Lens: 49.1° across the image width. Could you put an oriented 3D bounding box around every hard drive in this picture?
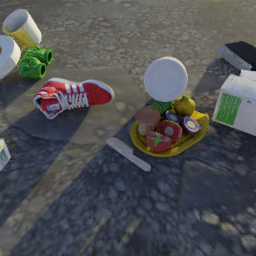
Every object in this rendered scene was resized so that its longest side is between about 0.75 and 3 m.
[{"bbox_3d":[4.617,-2.825,11.054,1.344,0.422,1.992,-14,45,-15],"label":"hard drive"}]

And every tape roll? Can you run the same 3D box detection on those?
[{"bbox_3d":[-5.014,-2.493,10.222,2.237,0.409,2.237,-8,55,12],"label":"tape roll"}]

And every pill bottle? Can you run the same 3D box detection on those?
[{"bbox_3d":[1.212,-1.583,8.679,1.218,1.218,2.138,8,17,8],"label":"pill bottle"}]

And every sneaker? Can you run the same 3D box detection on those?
[{"bbox_3d":[-1.748,-0.876,8.662,2.456,0.875,1.381,8,39,19],"label":"sneaker"}]

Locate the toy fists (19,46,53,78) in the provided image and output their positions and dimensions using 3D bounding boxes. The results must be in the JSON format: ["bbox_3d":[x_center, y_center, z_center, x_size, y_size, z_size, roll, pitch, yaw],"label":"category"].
[{"bbox_3d":[-3.543,-2.507,10.587,0.930,0.627,1.824,2,45,3],"label":"toy fists"}]

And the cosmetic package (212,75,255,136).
[{"bbox_3d":[3.790,-0.516,8.023,2.319,1.248,0.984,23,48,24],"label":"cosmetic package"}]

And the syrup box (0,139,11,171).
[{"bbox_3d":[-4.022,0.584,7.262,1.708,0.673,0.696,11,45,12],"label":"syrup box"}]

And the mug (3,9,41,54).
[{"bbox_3d":[-4.350,-3.865,11.517,1.511,1.240,1.210,-37,60,2],"label":"mug"}]

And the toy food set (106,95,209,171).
[{"bbox_3d":[1.005,-0.154,7.829,2.948,0.963,1.735,-29,51,-28],"label":"toy food set"}]

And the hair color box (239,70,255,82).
[{"bbox_3d":[4.580,-1.640,9.826,1.283,0.388,0.641,11,45,12],"label":"hair color box"}]
